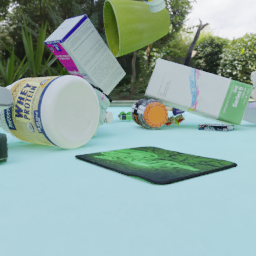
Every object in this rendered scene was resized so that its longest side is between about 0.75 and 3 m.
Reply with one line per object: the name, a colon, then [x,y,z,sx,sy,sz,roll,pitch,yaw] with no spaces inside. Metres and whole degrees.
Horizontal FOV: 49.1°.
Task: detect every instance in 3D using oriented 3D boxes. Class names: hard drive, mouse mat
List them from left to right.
hard drive: [-3.545,-0.175,4.572,2.739,0.365,1.807,-16,-6,27]
mouse mat: [0.317,0.442,3.900,1.507,0.071,1.873,-4,6,-38]

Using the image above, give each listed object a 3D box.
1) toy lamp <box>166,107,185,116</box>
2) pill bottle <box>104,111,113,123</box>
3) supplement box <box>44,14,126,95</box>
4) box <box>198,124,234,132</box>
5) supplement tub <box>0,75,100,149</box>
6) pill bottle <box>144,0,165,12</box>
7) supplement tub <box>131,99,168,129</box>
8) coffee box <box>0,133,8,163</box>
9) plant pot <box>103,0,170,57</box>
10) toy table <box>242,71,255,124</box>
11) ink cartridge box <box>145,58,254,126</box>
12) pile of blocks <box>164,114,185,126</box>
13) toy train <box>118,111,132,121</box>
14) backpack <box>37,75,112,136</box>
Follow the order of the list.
toy lamp: [2.000,-1.138,16.981,2.896,0.843,0.843,0,5,-2]
pill bottle: [-1.040,-0.429,11.041,0.788,0.471,0.471,2,6,22]
supplement box: [-1.616,-2.741,11.051,1.443,1.474,2.852,14,-29,49]
box: [2.605,-0.018,8.266,0.868,0.164,0.593,4,7,38]
supplement tub: [-1.578,-0.322,5.365,1.791,1.293,1.293,4,7,36]
pill bottle: [0.554,-3.182,6.417,0.521,0.930,0.521,-16,42,14]
supplement tub: [0.676,-0.454,8.878,0.925,0.925,1.510,-1,6,-12]
coffee box: [-2.731,0.248,3.876,1.964,0.432,1.207,4,7,39]
plant pot: [0.378,-3.716,10.093,2.077,1.943,1.943,-14,8,-13]
toy table: [4.891,-0.935,9.511,2.019,1.286,2.196,28,-14,-29]
ink cartridge box: [2.236,-1.119,9.228,2.964,1.297,2.153,18,5,11]
pile of blocks: [1.506,-0.185,9.788,1.025,0.421,0.318,-9,48,3]
toy train: [0.610,-0.481,12.113,2.088,0.436,0.589,-1,16,-5]
backpack: [-1.336,-0.508,6.902,1.935,1.225,1.615,7,-13,41]
